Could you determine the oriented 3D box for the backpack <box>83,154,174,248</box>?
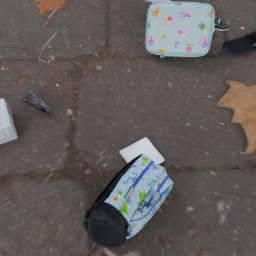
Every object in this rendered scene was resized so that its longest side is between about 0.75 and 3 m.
[{"bbox_3d":[0.099,1.789,7.252,1.803,1.913,2.345,22,50,5],"label":"backpack"}]

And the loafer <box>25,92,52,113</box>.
[{"bbox_3d":[-3.190,-0.822,9.955,1.317,0.473,0.415,36,80,30],"label":"loafer"}]

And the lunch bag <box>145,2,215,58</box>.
[{"bbox_3d":[1.976,-3.817,11.042,2.635,2.113,1.016,9,23,17],"label":"lunch bag"}]

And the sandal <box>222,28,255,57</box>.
[{"bbox_3d":[5.339,-3.740,11.940,2.808,0.601,1.068,-24,57,-17],"label":"sandal"}]

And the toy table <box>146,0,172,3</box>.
[{"bbox_3d":[1.592,-6.454,12.697,2.737,1.603,2.516,-4,33,-39],"label":"toy table"}]

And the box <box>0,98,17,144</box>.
[{"bbox_3d":[-4.532,-0.101,9.173,1.403,0.736,1.290,-20,57,-15],"label":"box"}]

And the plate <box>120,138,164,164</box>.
[{"bbox_3d":[0.434,0.909,8.787,1.050,0.170,1.048,-27,57,-19],"label":"plate"}]

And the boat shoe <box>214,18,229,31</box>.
[{"bbox_3d":[3.997,-4.845,12.868,1.379,0.416,0.521,14,53,9],"label":"boat shoe"}]

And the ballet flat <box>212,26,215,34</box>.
[{"bbox_3d":[3.224,-4.135,12.235,0.677,0.677,1.888,29,59,19],"label":"ballet flat"}]
